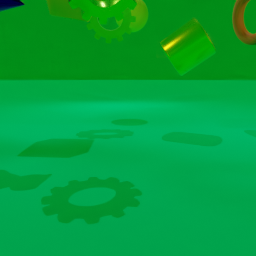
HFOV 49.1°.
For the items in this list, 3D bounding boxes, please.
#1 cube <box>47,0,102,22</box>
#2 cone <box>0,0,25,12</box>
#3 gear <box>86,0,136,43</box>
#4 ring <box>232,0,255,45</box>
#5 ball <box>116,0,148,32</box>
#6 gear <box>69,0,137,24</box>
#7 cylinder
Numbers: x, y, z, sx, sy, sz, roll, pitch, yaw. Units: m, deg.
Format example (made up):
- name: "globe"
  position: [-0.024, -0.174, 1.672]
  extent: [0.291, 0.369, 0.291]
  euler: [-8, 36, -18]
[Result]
- name: "cube"
  position: [-1.465, -3.792, 7.576]
  extent: [1.168, 1.168, 1.168]
  euler: [14, 57, 9]
- name: "cone"
  position: [-2.761, -2.664, 5.633]
  extent: [1.409, 1.404, 1.404]
  euler: [15, 11, 0]
- name: "gear"
  position: [-0.558, -3.518, 8.842]
  extent: [1.585, 1.585, 0.293]
  euler: [-1, 21, -5]
- name: "ring"
  position: [3.764, -3.352, 8.427]
  extent: [0.335, 1.676, 1.676]
  euler: [-14, 14, -15]
- name: "ball"
  position: [0.135, -4.418, 10.912]
  extent: [1.299, 1.299, 1.299]
  euler: [0, 11, 0]
- name: "gear"
  position: [-0.410, -2.439, 4.755]
  extent: [1.307, 1.307, 0.242]
  euler: [-3, 48, -14]
- name: "cylinder"
  position: [1.685, -2.279, 7.950]
  extent: [1.158, 1.158, 1.158]
  euler: [-33, 2, 17]
